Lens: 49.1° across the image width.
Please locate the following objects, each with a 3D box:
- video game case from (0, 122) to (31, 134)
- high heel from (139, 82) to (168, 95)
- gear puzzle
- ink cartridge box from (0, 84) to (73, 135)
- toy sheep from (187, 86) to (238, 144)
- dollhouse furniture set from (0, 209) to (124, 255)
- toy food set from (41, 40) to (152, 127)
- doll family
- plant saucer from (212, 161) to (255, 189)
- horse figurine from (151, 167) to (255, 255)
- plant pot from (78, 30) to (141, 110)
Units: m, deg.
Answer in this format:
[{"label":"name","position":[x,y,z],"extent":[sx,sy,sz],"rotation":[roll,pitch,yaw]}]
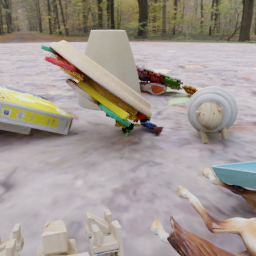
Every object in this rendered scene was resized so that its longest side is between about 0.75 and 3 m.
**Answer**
[{"label":"video game case","position":[-3.973,-0.528,7.039],"extent":[2.531,0.291,2.306],"rotation":[15,9,-37]},{"label":"high heel","position":[0.927,-1.670,11.088],"extent":[1.549,0.522,0.745],"rotation":[8,32,29]},{"label":"gear puzzle","position":[1.429,-1.692,10.788],"extent":[2.708,0.355,1.403],"rotation":[20,-6,12]},{"label":"ink cartridge box","position":[-3.135,-0.687,7.046],"extent":[2.706,0.636,2.675],"rotation":[17,8,-37]},{"label":"toy sheep","position":[1.970,-0.394,6.568],"extent":[1.244,1.244,1.804],"rotation":[5,19,14]},{"label":"dollhouse furniture set","position":[-0.649,1.476,2.620],"extent":[1.299,0.920,1.414],"rotation":[-5,0,-15]},{"label":"toy food set","position":[-0.641,-0.967,6.055],"extent":[2.700,0.657,2.673],"rotation":[37,6,8]},{"label":"doll family","position":[0.190,-0.159,6.982],"extent":[1.554,0.610,0.898],"rotation":[-5,15,-20]},{"label":"plant saucer","position":[2.578,0.642,4.222],"extent":[2.865,0.272,1.002],"rotation":[2,-1,-34]},{"label":"horse figurine","position":[1.504,1.107,3.275],"extent":[1.844,0.694,2.782],"rotation":[23,22,35]},{"label":"plant pot","position":[-0.641,-2.061,9.518],"extent":[2.245,2.397,2.245],"rotation":[0,20,0]}]
